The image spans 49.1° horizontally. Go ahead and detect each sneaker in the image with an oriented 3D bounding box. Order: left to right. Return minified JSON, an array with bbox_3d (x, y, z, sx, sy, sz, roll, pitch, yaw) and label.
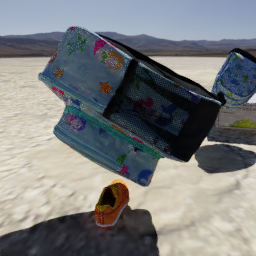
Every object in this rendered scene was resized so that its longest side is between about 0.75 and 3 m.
[{"bbox_3d":[-0.197,0.999,4.144,0.406,0.429,1.112,2,16,8],"label":"sneaker"}]

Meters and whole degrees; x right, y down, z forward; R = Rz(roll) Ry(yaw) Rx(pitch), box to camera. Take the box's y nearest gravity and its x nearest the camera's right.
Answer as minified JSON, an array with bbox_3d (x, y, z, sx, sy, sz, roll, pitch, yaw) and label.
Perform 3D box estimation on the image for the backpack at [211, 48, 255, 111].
[{"bbox_3d":[2.833,-1.198,7.278,1.243,1.523,1.171,39,2,5],"label":"backpack"}]

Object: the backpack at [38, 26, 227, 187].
[{"bbox_3d":[-0.124,-0.317,3.936,2.220,1.671,1.970,36,0,1],"label":"backpack"}]

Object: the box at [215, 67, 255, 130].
[{"bbox_3d":[3.612,-1.034,8.813,1.653,0.852,2.834,4,32,15],"label":"box"}]
